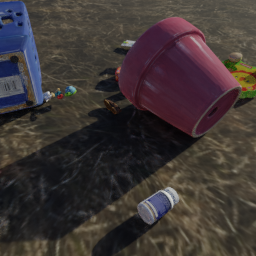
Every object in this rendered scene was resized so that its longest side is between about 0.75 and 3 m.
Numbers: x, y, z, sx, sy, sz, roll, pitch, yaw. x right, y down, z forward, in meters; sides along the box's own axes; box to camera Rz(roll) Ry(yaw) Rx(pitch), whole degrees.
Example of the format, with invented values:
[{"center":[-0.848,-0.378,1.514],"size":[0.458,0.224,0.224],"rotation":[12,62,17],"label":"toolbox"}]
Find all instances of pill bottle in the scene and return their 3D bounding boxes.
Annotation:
[{"center":[0.678,1.682,6.164],"size":[0.860,0.498,0.498],"rotation":[-25,44,-29],"label":"pill bottle"}]

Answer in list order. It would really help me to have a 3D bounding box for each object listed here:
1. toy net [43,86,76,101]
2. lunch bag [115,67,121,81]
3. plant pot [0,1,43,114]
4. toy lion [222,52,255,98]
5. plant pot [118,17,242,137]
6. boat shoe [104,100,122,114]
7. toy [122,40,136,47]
[{"center":[-2.483,-1.107,9.785],"size":[1.336,0.258,0.701],"rotation":[-13,41,15],"label":"toy net"},{"center":[0.028,-2.181,11.226],"size":[1.013,0.415,0.892],"rotation":[6,38,8],"label":"lunch bag"},{"center":[-4.380,-2.069,9.117],"size":[2.994,2.994,2.692],"rotation":[-15,48,-17],"label":"plant pot"},{"center":[4.270,-1.962,10.834],"size":[2.090,0.748,2.180],"rotation":[-29,45,-21],"label":"toy lion"},{"center":[1.672,-1.287,8.357],"size":[2.988,2.988,2.675],"rotation":[-28,61,-31],"label":"plant pot"},{"center":[-0.519,-0.728,9.487],"size":[0.272,0.273,0.775],"rotation":[-23,51,-30],"label":"boat shoe"},{"center":[0.327,-4.009,13.712],"size":[1.185,0.280,0.682],"rotation":[18,44,22],"label":"toy"}]
